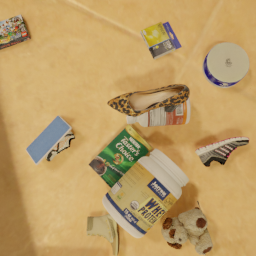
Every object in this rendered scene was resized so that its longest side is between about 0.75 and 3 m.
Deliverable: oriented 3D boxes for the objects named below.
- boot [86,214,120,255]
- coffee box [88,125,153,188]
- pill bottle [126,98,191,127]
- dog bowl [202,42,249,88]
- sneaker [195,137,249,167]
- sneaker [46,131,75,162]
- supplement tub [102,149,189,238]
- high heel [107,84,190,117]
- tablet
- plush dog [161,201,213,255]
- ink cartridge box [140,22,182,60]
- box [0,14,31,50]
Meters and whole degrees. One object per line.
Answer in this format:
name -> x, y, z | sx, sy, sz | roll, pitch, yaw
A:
boot -> -0.982, 4.205, 10.958 | 1.242, 0.582, 1.598 | -7, 80, -1
coffee box -> -0.299, 1.150, 11.463 | 2.361, 0.519, 1.451 | -43, 84, -6
pill bottle -> 1.164, -0.766, 11.330 | 2.486, 1.395, 1.395 | -4, 81, 0
dog bowl -> 4.163, -2.678, 11.968 | 1.815, 0.715, 1.815 | 0, 81, 0
sneaker -> 3.899, 0.985, 11.373 | 2.195, 0.810, 0.960 | -18, 83, 1
sneaker -> -2.779, 0.753, 11.512 | 0.624, 0.575, 1.560 | 34, 83, 3
supplement tub -> 0.681, 2.377, 10.488 | 2.064, 2.064, 2.859 | 44, 85, 6
high heel -> 0.667, -1.062, 9.247 | 2.555, 1.821, 0.912 | 1, 72, -12
tablet -> -3.244, 0.460, 11.418 | 2.016, 0.138, 1.312 | -48, 46, -6
plush dog -> 2.102, 3.784, 10.665 | 1.719, 1.606, 2.001 | -17, 118, 4
ink cartridge box -> 1.473, -3.931, 12.374 | 1.414, 0.332, 1.398 | -26, 82, -2
box -> -5.297, -4.221, 12.414 | 1.633, 0.308, 1.115 | -21, 82, -3
